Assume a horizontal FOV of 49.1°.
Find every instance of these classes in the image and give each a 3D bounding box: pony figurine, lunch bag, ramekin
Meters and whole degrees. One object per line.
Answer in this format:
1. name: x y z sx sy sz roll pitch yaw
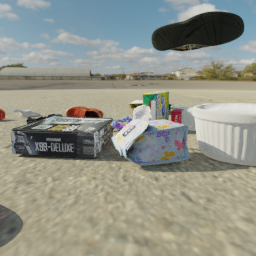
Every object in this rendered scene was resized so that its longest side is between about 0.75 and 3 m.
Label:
1. pony figurine: 0.335 0.043 8.672 1.526 1.316 1.580 -3 -8 40
2. lunch bag: 0.510 0.304 7.100 1.670 1.062 1.417 -8 10 -11
3. ramekin: 3.119 0.086 7.523 2.780 1.295 2.780 0 11 0

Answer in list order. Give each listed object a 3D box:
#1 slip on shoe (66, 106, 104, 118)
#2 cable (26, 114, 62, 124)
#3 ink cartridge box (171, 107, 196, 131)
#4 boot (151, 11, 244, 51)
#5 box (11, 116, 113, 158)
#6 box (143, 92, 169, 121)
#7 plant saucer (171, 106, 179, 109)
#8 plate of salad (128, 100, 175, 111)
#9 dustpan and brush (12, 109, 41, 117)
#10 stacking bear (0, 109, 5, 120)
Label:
1. slip on shoe: -2.168 -0.690 13.766 1.894 0.701 0.579 6 15 6
2. cable: -3.663 -0.358 12.302 1.570 0.489 1.925 -2 11 -12
3. ink cartridge box: 2.884 -0.369 11.377 1.963 0.818 1.425 5 11 25
4. boot: 2.408 -3.190 9.515 2.830 1.022 2.138 -3 12 22
5. box: -1.798 0.175 8.607 2.271 0.717 2.880 2 10 7
6. box: 1.246 -0.760 11.699 0.611 1.481 2.524 2 10 19
7. plant saucer: 3.687 -1.264 18.268 1.802 0.171 0.630 8 13 35
8. plate of salad: 1.390 -1.302 17.038 2.847 0.684 2.847 1 1 0
9. dustpan and brush: -5.619 -0.844 15.110 1.073 0.440 1.538 5 11 27
10. stacking bear: -6.716 -0.718 13.694 1.354 0.822 0.770 7 45 -18
